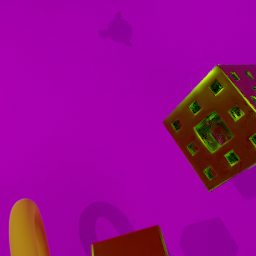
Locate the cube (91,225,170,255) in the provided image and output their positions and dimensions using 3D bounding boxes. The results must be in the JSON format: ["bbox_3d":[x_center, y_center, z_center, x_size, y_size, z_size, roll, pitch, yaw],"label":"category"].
[{"bbox_3d":[0.145,2.029,3.659,0.961,0.961,0.961,-17,42,2],"label":"cube"}]

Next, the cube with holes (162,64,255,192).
[{"bbox_3d":[1.440,-0.043,3.790,1.138,1.138,1.138,-12,63,-43],"label":"cube with holes"}]

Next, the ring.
[{"bbox_3d":[-1.719,2.255,5.076,0.390,1.951,1.951,-13,81,-14],"label":"ring"}]
